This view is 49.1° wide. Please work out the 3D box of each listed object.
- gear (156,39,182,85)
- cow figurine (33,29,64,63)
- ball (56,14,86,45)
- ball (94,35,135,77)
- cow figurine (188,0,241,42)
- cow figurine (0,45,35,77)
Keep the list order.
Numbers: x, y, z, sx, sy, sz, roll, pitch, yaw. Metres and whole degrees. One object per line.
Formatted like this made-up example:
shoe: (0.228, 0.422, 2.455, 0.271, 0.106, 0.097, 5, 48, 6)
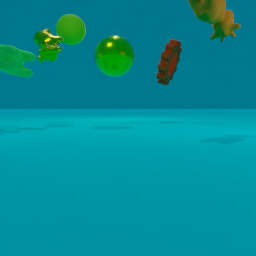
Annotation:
gear: (1.845, -2.909, 12.476, 0.364, 1.969, 1.969, 22, 12, 19)
cow figurine: (-2.636, -2.639, 8.942, 1.277, 0.701, 1.257, 35, 39, 14)
ball: (-2.180, -3.758, 10.709, 1.114, 1.114, 1.114, 0, 4, 0)
ball: (-0.453, -2.419, 9.458, 1.356, 1.356, 1.356, 0, 4, 0)
cow figurine: (2.101, -2.742, 6.792, 0.793, 1.421, 1.444, -17, 15, 38)
cow figurine: (-3.368, -1.865, 7.678, 1.567, 0.874, 1.593, 12, 4, 12)
